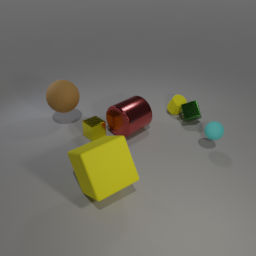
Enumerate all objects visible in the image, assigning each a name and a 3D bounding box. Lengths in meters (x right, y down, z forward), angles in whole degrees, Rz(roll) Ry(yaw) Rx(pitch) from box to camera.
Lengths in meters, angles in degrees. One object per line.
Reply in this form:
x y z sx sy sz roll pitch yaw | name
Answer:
-2.770 -1.345 11.930 1.400 1.400 1.400 0 31 0 | ball
2.278 -1.081 13.058 0.700 0.700 0.700 10 57 -16 | cylinder
2.772 -0.722 12.238 0.700 0.700 0.700 -17 -14 16 | cube
3.197 0.101 10.387 0.700 0.700 0.700 0 31 0 | ball
0.050 -0.476 11.599 1.400 1.400 1.400 27 41 37 | cylinder
-0.757 1.118 8.315 1.400 1.400 1.400 -23 9 -25 | cube
-1.381 0.015 11.481 0.700 0.700 0.700 -24 39 -35 | cube
